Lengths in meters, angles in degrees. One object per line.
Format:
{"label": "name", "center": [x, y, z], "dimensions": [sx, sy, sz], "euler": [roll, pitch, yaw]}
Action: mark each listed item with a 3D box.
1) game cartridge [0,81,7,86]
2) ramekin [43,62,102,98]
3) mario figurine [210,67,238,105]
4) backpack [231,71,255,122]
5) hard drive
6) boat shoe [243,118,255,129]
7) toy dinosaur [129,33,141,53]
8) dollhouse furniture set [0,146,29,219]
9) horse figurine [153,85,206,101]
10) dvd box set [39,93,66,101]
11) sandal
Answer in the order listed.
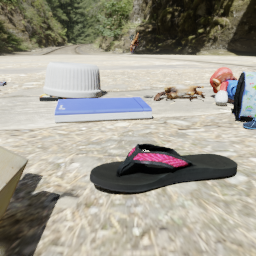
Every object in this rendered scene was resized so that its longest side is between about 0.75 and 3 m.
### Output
{"label": "game cartridge", "center": [-7.118, -2.453, 15.492], "dimensions": [0.624, 0.185, 0.962], "euler": [-7, 18, -8]}
{"label": "ramekin", "center": [-2.389, -2.165, 12.296], "dimensions": [2.531, 1.328, 2.531], "euler": [5, 15, -1]}
{"label": "mario figurine", "center": [4.189, -1.346, 11.134], "dimensions": [1.703, 1.462, 2.758], "euler": [31, 15, -28]}
{"label": "backpack", "center": [3.927, -1.024, 8.793], "dimensions": [1.082, 1.472, 1.347], "euler": [4, 18, 12]}
{"label": "hard drive", "center": [-0.878, -0.664, 9.465], "dimensions": [2.985, 0.379, 1.969], "euler": [-3, 18, -9]}
{"label": "boat shoe", "center": [3.735, -0.156, 7.988], "dimensions": [0.912, 0.313, 0.384], "euler": [-2, 18, -5]}
{"label": "toy dinosaur", "center": [0.274, -3.143, 10.294], "dimensions": [0.437, 0.581, 0.856], "euler": [24, -34, -28]}
{"label": "dollhouse furniture set", "center": [-2.646, 0.523, 3.043], "dimensions": [2.415, 2.117, 1.604], "euler": [26, 15, -7]}
{"label": "horse figurine", "center": [2.187, -1.503, 11.703], "dimensions": [2.279, 0.569, 1.510], "euler": [-4, 6, 6]}
{"label": "dvd box set", "center": [-3.150, -1.365, 11.985], "dimensions": [0.974, 0.196, 1.332], "euler": [0, 18, -2]}
{"label": "sandal", "center": [0.678, 0.585, 5.119], "dimensions": [2.809, 0.633, 1.055], "euler": [-5, 18, -15]}
